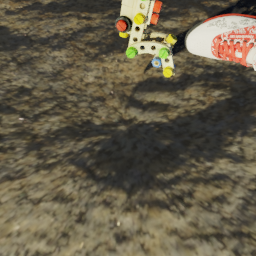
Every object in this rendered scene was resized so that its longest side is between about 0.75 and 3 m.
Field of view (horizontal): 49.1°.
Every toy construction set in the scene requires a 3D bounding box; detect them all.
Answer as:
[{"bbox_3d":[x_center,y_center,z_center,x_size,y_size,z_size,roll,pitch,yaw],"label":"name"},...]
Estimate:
[{"bbox_3d":[0.630,-2.472,6.122,1.623,2.476,1.141,21,30,7],"label":"toy construction set"}]

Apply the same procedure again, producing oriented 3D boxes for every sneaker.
[{"bbox_3d":[2.252,-1.497,5.218,2.456,0.820,1.316,3,44,17],"label":"sneaker"}]
